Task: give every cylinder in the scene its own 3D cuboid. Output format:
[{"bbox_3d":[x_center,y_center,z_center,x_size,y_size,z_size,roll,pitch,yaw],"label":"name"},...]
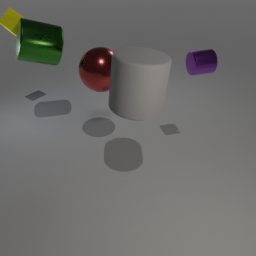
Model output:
[{"bbox_3d":[-3.124,-2.996,9.852,1.400,1.400,1.400,3,28,-28],"label":"cylinder"},{"bbox_3d":[2.180,-1.953,8.343,0.700,0.700,0.700,-10,33,-11],"label":"cylinder"},{"bbox_3d":[0.259,-1.111,6.876,1.400,1.400,1.400,5,32,-3],"label":"cylinder"}]

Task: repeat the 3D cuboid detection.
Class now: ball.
[{"bbox_3d":[-0.855,-1.840,8.869,1.400,1.400,1.400,0,32,0],"label":"ball"}]

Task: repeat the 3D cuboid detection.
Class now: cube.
[{"bbox_3d":[-4.284,-3.966,10.649,0.700,0.700,0.700,37,0,12],"label":"cube"}]
